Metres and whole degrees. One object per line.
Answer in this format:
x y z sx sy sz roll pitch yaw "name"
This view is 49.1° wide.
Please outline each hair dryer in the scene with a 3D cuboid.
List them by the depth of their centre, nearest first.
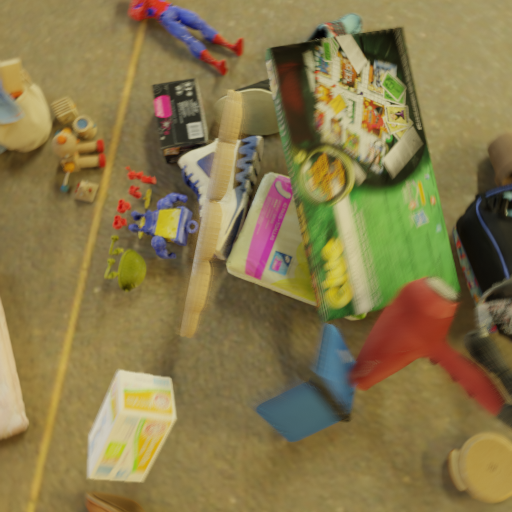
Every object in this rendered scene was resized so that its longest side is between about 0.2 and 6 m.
2.992 1.612 8.742 3.481 0.946 2.651 -11 81 34 "hair dryer"

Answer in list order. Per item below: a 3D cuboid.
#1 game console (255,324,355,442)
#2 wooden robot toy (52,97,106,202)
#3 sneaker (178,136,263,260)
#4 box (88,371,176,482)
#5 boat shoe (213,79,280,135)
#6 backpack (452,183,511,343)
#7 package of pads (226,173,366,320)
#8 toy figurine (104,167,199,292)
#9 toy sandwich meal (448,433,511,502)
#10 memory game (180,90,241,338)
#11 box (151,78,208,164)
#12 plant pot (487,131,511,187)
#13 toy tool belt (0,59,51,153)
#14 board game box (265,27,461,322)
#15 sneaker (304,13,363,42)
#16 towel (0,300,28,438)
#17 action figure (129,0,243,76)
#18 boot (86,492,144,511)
0.933 2.231 9.631 1.104 1.865 1.592 -1 57 25 "game console"
-3.628 -2.248 11.180 0.995 1.025 2.258 -11 77 -2 "wooden robot toy"
-0.881 -1.259 11.028 1.506 1.053 2.608 13 74 10 "sneaker"
-1.885 2.575 8.414 0.871 1.548 0.785 14 31 -24 "box"
0.505 -3.185 11.521 2.783 1.018 0.872 -7 44 7 "boat shoe"
5.571 -0.118 10.090 3.150 2.119 2.876 -18 77 -3 "backpack"
1.075 -0.218 10.736 2.749 0.937 2.123 21 78 4 "package of pads"
-1.807 -0.459 10.530 1.391 1.225 2.322 5 76 11 "toy figurine"
4.100 3.795 10.052 1.281 0.439 1.281 1 75 -4 "toy sandwich meal"
-0.685 -0.600 8.421 0.240 3.774 3.774 11 77 -6 "memory game"
-1.521 -2.724 11.401 0.944 0.820 1.429 -10 77 -4 "box"
5.129 -1.955 11.176 1.091 1.091 0.952 -18 60 -4 "plant pot"
-5.631 -2.673 10.865 2.963 1.821 1.850 -31 78 -7 "toy tool belt"
1.856 -1.464 9.916 2.539 0.568 4.845 -10 87 -9 "board game box"
1.591 -4.544 11.795 1.881 0.899 0.746 -42 80 -9 "sneaker"
-6.273 2.146 10.368 3.440 0.555 3.286 -17 77 -3 "towel"
-1.748 -5.192 11.707 3.063 1.516 0.999 34 78 10 "action figure"
-2.303 5.227 9.580 2.187 0.839 1.698 30 82 0 "boot"
